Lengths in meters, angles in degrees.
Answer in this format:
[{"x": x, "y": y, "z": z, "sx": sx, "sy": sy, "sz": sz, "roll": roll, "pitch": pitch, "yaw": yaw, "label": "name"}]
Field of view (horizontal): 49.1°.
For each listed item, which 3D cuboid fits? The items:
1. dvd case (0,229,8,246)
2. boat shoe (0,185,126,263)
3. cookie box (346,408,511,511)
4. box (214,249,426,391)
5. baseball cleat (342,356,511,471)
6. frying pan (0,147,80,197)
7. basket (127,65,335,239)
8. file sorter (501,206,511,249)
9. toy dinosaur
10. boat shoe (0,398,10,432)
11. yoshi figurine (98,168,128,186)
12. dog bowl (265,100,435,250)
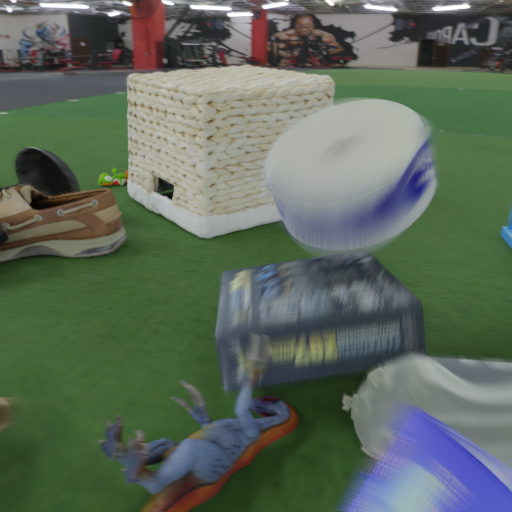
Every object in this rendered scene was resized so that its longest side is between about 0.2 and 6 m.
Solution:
[{"x": -4.695, "y": -0.310, "z": 8.123, "sx": 2.026, "sy": 0.178, "sz": 1.446, "roll": 33, "pitch": 63, "yaw": 32, "label": "dvd case"}, {"x": -3.685, "y": -0.599, "z": 8.891, "sx": 3.113, "sy": 1.117, "sz": 1.179, "roll": -5, "pitch": 23, "yaw": -11, "label": "boat shoe"}, {"x": 0.867, "y": 1.724, "z": 2.281, "sx": 0.663, "sy": 1.509, "sz": 1.764, "roll": 31, "pitch": 3, "yaw": -13, "label": "cookie box"}, {"x": 0.543, "y": 0.561, "z": 6.007, "sx": 1.863, "sy": 0.603, "sz": 2.363, "roll": -8, "pitch": 12, "yaw": 0, "label": "box"}, {"x": 1.992, "y": 1.276, "z": 4.026, "sx": 1.547, "sy": 1.014, "sz": 2.907, "roll": 18, "pitch": -18, "yaw": -24, "label": "baseball cleat"}, {"x": -4.060, "y": -1.160, "z": 10.516, "sx": 2.420, "sy": 1.464, "sz": 0.394, "roll": -28, "pitch": 15, "yaw": 44, "label": "frying pan"}, {"x": -0.583, "y": -2.209, "z": 10.940, "sx": 3.210, "sy": 2.582, "sz": 3.181, "roll": -17, "pitch": 29, "yaw": -32, "label": "basket"}, {"x": 4.945, "y": -0.522, "z": 8.147, "sx": 1.778, "sy": 1.572, "sz": 2.563, "roll": 2, "pitch": 23, "yaw": 7, "label": "file sorter"}, {"x": -0.361, "y": 1.591, "z": 4.593, "sx": 1.696, "sy": 1.869, "sz": 0.982, "roll": 16, "pitch": -21, "yaw": -33, "label": "toy dinosaur"}, {"x": -2.451, "y": 1.245, "z": 3.519, "sx": 0.929, "sy": 1.026, "sz": 2.879, "roll": 28, "pitch": 3, "yaw": -2, "label": "boat shoe"}, {"x": -3.254, "y": -1.783, "z": 12.763, "sx": 0.724, "sy": 0.407, "sz": 0.405, "roll": -12, "pitch": 10, "yaw": -21, "label": "yoshi figurine"}, {"x": 0.891, "y": -0.817, "z": 5.410, "sx": 1.546, "sy": 0.609, "sz": 1.546, "roll": -15, "pitch": 42, "yaw": 14, "label": "dog bowl"}]
